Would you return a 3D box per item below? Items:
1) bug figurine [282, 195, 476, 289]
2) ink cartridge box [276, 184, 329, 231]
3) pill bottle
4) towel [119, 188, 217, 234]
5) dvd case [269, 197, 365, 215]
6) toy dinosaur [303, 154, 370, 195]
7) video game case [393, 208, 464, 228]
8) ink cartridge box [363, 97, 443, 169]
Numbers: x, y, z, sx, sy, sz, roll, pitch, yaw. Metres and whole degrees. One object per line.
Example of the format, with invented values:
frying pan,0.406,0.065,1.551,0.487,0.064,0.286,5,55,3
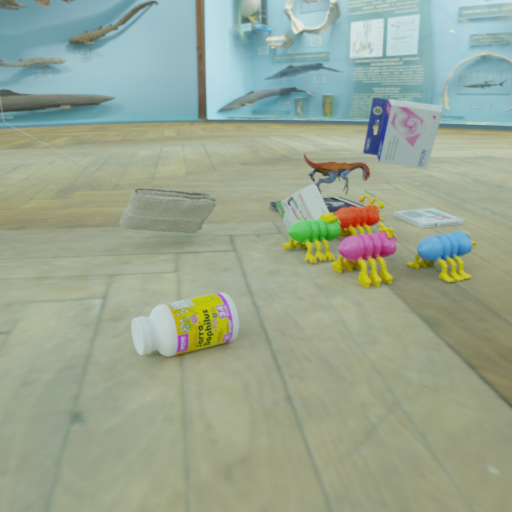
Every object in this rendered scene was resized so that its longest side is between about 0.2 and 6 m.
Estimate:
bug figurine,2.280,-0.385,11.015,2.848,0.945,3.673,-10,21,-29
ink cartridge box,1.011,-1.017,12.351,0.447,0.771,1.064,-26,-1,-33
pill bottle,-0.935,0.925,7.373,1.308,0.682,0.682,-10,21,-27
towel,-1.855,-0.919,11.885,1.878,1.245,0.324,1,57,-30
dvd case,1.696,-1.287,15.070,2.230,0.178,1.658,-7,19,-21
toy dinosaur,1.949,-1.922,12.887,1.334,1.470,0.772,-27,53,2
video game case,4.313,-0.959,14.085,1.192,0.155,1.309,-6,19,-17
ink cartridge box,2.761,-2.327,10.707,1.289,1.265,0.279,9,44,9
